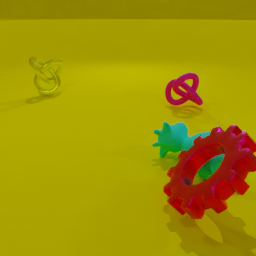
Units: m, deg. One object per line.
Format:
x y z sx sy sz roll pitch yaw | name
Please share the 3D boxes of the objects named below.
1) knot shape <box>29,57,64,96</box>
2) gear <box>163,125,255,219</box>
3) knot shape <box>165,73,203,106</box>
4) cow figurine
-2.783 -1.754 9.646 0.648 1.313 1.403 -3 -2 40 | knot shape
1.137 0.585 3.997 0.268 1.447 1.447 43 16 -15 | gear
1.758 -1.050 8.353 1.148 1.226 0.567 35 55 -9 | knot shape
1.208 0.412 5.219 1.432 0.799 1.456 3 26 -2 | cow figurine
